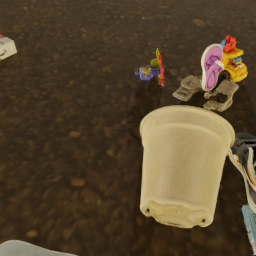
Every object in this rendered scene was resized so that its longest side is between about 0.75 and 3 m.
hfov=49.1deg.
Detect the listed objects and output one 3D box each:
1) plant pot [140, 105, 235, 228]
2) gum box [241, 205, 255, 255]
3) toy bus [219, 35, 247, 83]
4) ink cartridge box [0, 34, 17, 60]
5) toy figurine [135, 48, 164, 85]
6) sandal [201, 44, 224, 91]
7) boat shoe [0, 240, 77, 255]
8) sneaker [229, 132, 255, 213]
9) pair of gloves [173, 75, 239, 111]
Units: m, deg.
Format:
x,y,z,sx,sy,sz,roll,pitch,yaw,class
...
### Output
x,y,z,sx,sy,sz,roll,pitch,yaw,class
1.159,0.971,6.103,2.186,2.186,2.001,9,57,9,plant pot
3.158,2.159,5.975,1.187,0.264,1.008,2,45,2,gum box
3.601,-2.492,9.918,0.951,1.345,1.401,-25,51,-25,toy bus
-5.291,-3.104,11.081,0.969,0.547,1.320,30,52,27,ink cartridge box
0.709,-2.150,9.982,0.946,0.833,1.579,-6,44,1,toy figurine
1.887,-1.274,6.100,0.524,1.289,0.317,-32,55,-8,sandal
-1.378,2.756,5.024,2.191,0.748,0.809,22,32,-13,boat shoe
3.145,0.746,6.686,1.039,1.052,2.650,0,36,3,sneaker
2.596,-1.185,9.327,1.808,0.317,1.538,21,52,23,pair of gloves
